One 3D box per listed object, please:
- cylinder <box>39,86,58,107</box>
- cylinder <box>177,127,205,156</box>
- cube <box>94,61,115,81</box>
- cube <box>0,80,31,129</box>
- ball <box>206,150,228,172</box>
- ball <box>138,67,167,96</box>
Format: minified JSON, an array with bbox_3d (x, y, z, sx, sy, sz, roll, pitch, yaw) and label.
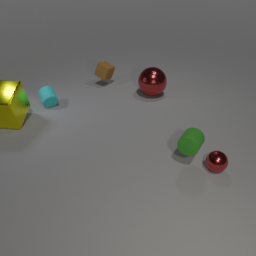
[{"bbox_3d":[-3.613,-1.425,12.714,0.700,0.700,0.700,-17,59,-25],"label":"cylinder"},{"bbox_3d":[2.035,0.439,9.029,0.700,0.700,0.700,17,35,25],"label":"cylinder"},{"bbox_3d":[-1.203,-2.983,14.558,0.700,0.700,0.700,34,32,16],"label":"cube"},{"bbox_3d":[-4.966,-0.943,11.223,1.400,1.400,1.400,2,49,4],"label":"cube"},{"bbox_3d":[2.857,1.073,9.000,0.700,0.700,0.700,0,32,0],"label":"ball"},{"bbox_3d":[1.183,-2.248,13.587,1.400,1.400,1.400,0,32,0],"label":"ball"}]
